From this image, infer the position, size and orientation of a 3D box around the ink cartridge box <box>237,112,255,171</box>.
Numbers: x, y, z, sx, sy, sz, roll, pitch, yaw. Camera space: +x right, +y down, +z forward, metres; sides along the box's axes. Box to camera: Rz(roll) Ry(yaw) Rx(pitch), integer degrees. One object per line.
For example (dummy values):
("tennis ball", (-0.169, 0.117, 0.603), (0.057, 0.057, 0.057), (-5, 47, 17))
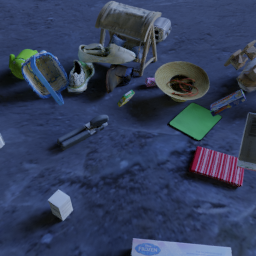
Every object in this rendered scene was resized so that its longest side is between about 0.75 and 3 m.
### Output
("ink cartridge box", (3.207, 0.476, 7.239), (0.538, 2.136, 1.164), (12, 81, 23))

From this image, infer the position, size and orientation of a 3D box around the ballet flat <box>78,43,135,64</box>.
("ballet flat", (-1.086, -3.665, 13.631), (2.840, 0.986, 0.986), (1, 44, 6))

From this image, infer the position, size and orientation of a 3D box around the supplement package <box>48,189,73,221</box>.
("supplement package", (-2.046, 2.355, 8.535), (0.472, 0.807, 0.473), (26, 50, 24))

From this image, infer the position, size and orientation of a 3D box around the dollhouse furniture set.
("dollhouse furniture set", (6.161, -2.537, 12.877), (2.839, 1.848, 2.608), (-34, 78, -15))

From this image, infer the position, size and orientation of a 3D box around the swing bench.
("swing bench", (-0.039, -4.590, 14.239), (2.804, 2.819, 1.829), (23, 49, 21))

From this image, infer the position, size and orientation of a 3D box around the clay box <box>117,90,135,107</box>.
("clay box", (-0.109, -1.071, 10.410), (0.468, 0.815, 0.194), (-37, 88, -31))

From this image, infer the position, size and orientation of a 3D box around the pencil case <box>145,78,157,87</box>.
("pencil case", (1.368, -2.261, 13.553), (1.049, 0.459, 0.459), (-6, 44, -4))

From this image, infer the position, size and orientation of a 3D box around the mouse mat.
("mouse mat", (2.866, -0.328, 11.838), (1.575, 0.074, 1.957), (32, 53, 28))

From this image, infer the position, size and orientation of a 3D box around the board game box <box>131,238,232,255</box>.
("board game box", (1.315, 4.192, 6.801), (2.677, 0.581, 2.664), (4, 44, 4))

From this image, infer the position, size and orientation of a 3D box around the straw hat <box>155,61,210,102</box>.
("straw hat", (2.361, -1.788, 12.611), (2.554, 1.081, 2.554), (-1, 50, 1))

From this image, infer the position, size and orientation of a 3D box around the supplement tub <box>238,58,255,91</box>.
("supplement tub", (6.032, -2.593, 13.462), (1.050, 1.050, 1.592), (25, 50, 23))

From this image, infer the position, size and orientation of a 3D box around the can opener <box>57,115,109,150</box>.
("can opener", (-1.759, 0.082, 11.009), (2.179, 0.724, 0.573), (-32, 53, -23))

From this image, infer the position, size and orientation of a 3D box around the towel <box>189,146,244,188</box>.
("towel", (3.188, 1.350, 10.013), (1.806, 0.203, 1.306), (17, 45, 14))

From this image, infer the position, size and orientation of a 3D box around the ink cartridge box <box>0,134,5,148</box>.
("ink cartridge box", (-6.115, 0.080, 10.734), (1.711, 0.987, 2.358), (-30, 52, -27))

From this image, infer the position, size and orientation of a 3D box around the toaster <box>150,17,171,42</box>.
("toaster", (1.545, -5.950, 16.848), (1.999, 1.136, 1.291), (14, 48, 14))

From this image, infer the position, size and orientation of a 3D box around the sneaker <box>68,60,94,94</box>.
("sneaker", (-2.286, -2.871, 13.616), (1.053, 1.213, 2.738), (2, 44, 2))

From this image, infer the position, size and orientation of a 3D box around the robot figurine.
("robot figurine", (-5.115, -3.198, 14.038), (1.668, 1.100, 1.901), (8, 44, 7))

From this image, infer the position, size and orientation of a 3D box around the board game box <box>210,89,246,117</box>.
("board game box", (3.445, -0.873, 9.728), (1.196, 0.206, 0.809), (-29, 14, 24))

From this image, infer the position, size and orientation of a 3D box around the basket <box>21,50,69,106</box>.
("basket", (-3.642, -2.293, 12.358), (1.683, 2.134, 2.420), (-27, 41, 1))

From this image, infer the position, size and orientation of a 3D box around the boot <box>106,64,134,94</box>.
("boot", (-0.386, -2.415, 13.412), (1.127, 0.869, 2.326), (3, 42, 7))
